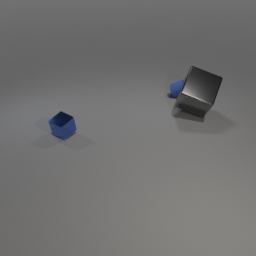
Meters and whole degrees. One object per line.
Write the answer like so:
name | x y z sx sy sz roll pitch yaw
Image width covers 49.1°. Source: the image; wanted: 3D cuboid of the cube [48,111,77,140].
cube | -2.513 -0.095 10.803 0.700 0.700 0.700 24 50 25

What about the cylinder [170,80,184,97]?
cylinder | 2.578 -2.013 14.187 0.700 0.700 0.700 -16 18 32

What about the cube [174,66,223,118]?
cube | 2.967 -1.516 11.952 1.400 1.400 1.400 23 72 5
